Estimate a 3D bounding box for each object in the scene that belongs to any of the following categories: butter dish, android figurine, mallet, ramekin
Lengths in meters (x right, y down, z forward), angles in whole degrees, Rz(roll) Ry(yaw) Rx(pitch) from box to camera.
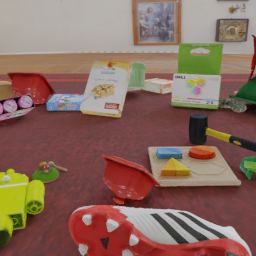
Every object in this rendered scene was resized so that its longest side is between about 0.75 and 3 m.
[{"bbox_3d":[-4.565,-1.636,13.018,1.837,1.832,1.358,3,64,10],"label":"butter dish"},{"bbox_3d":[-2.667,1.427,5.408,2.052,0.463,2.255,-4,22,-12],"label":"android figurine"},{"bbox_3d":[-0.043,1.158,5.759,1.113,0.825,1.116,16,-18,31],"label":"butter dish"},{"bbox_3d":[2.781,0.151,7.810,0.575,0.921,2.796,-17,16,-31],"label":"mallet"},{"bbox_3d":[-0.266,-2.677,15.058,2.551,1.246,2.551,-5,3,0],"label":"ramekin"}]

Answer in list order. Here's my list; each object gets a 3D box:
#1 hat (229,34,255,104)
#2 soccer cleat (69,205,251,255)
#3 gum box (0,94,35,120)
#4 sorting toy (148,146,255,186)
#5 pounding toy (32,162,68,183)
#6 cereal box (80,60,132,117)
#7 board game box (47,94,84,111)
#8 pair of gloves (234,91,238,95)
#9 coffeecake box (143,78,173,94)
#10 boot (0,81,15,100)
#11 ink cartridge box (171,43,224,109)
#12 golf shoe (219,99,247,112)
[{"bbox_3d":[5.824,-2.244,11.935,2.367,2.516,2.858,15,12,11],"label":"hat"},{"bbox_3d":[0.434,1.650,4.258,2.667,0.915,1.136,7,10,12],"label":"soccer cleat"},{"bbox_3d":[-4.644,-0.741,10.779,1.001,0.583,1.764,-21,1,45],"label":"gum box"},{"bbox_3d":[2.004,0.831,7.128,2.839,0.418,2.098,-1,19,-1],"label":"sorting toy"},{"bbox_3d":[-1.943,0.978,6.783,0.620,0.373,0.803,10,22,25],"label":"pounding toy"},{"bbox_3d":[-0.903,-1.691,11.767,1.735,2.412,0.477,6,-18,19],"label":"cereal box"},{"bbox_3d":[-2.435,-1.222,12.985,2.281,0.417,1.725,-1,19,-4],"label":"board game box"},{"bbox_3d":[7.249,-1.769,14.494,2.711,0.475,2.306,-6,20,-15],"label":"pair of gloves"},{"bbox_3d":[1.847,-2.462,16.301,1.208,0.575,1.574,-17,26,-40],"label":"coffeecake box"},{"bbox_3d":[-5.856,-1.225,11.983,2.327,1.090,2.994,17,27,41],"label":"boot"},{"bbox_3d":[3.096,-2.375,12.540,2.072,2.803,1.062,6,14,17],"label":"ink cartridge box"},{"bbox_3d":[4.760,-1.052,12.420,0.670,0.539,1.378,-5,20,-30],"label":"golf shoe"}]
